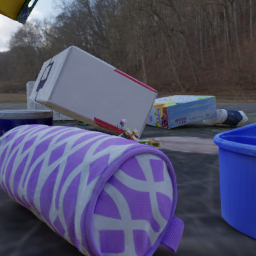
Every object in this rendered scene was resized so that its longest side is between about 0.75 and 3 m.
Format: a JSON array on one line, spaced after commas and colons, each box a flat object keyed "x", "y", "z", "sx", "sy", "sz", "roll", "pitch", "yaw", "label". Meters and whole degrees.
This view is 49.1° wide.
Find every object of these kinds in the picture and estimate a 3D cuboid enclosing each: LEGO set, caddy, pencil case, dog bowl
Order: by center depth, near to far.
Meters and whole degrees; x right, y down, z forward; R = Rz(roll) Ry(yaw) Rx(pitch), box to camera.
[{"x": 1.321, "y": 0.273, "z": 1.803, "sx": 1.537, "sy": 0.807, "sz": 1.087, "roll": 6, "pitch": 7, "yaw": 43, "label": "caddy"}, {"x": -0.386, "y": 0.345, "z": 1.925, "sx": 1.614, "sy": 0.677, "sz": 0.690, "roll": 10, "pitch": -22, "yaw": 48, "label": "pencil case"}, {"x": 0.130, "y": 0.214, "z": 4.776, "sx": 0.839, "sy": 0.386, "sz": 0.312, "roll": 32, "pitch": 35, "yaw": 17, "label": "LEGO set"}, {"x": -2.576, "y": -0.156, "z": 6.993, "sx": 1.375, "sy": 0.541, "sz": 1.375, "roll": 0, "pitch": 6, "yaw": 0, "label": "dog bowl"}]

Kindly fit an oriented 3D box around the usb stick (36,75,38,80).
[{"x": -2.765, "y": -1.891, "z": 10.558, "sx": 1.763, "sy": 0.287, "sz": 0.489, "roll": 4, "pitch": 8, "yaw": 34, "label": "usb stick"}]

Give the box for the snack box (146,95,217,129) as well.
[{"x": 1.413, "y": -0.575, "z": 8.862, "sx": 1.766, "sy": 0.709, "sz": 2.094, "roll": -13, "pitch": 13, "yaw": -22, "label": "snack box"}]

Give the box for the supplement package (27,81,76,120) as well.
[{"x": -2.894, "y": -1.053, "z": 11.001, "sx": 1.932, "sy": 1.456, "sz": 1.467, "roll": -3, "pitch": 7, "yaw": -23, "label": "supplement package"}]

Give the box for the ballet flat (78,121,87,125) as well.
[{"x": -0.721, "y": -0.580, "z": 9.727, "sx": 2.360, "sy": 0.862, "sz": 0.862, "roll": -6, "pitch": 9, "yaw": -43, "label": "ballet flat"}]

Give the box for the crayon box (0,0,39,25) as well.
[{"x": -2.557, "y": -3.127, "z": 5.884, "sx": 2.177, "sy": 1.369, "sz": 0.562, "roll": 33, "pitch": 2, "yaw": 35, "label": "crayon box"}]

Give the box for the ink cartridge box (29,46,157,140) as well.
[{"x": -0.960, "y": -0.734, "z": 6.392, "sx": 1.974, "sy": 1.150, "sz": 2.727, "roll": 24, "pitch": -4, "yaw": -26, "label": "ink cartridge box"}]

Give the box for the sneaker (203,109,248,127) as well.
[{"x": 3.071, "y": -0.303, "z": 8.779, "sx": 1.020, "sy": 0.561, "sz": 1.392, "roll": 8, "pitch": 0, "yaw": -13, "label": "sneaker"}]
